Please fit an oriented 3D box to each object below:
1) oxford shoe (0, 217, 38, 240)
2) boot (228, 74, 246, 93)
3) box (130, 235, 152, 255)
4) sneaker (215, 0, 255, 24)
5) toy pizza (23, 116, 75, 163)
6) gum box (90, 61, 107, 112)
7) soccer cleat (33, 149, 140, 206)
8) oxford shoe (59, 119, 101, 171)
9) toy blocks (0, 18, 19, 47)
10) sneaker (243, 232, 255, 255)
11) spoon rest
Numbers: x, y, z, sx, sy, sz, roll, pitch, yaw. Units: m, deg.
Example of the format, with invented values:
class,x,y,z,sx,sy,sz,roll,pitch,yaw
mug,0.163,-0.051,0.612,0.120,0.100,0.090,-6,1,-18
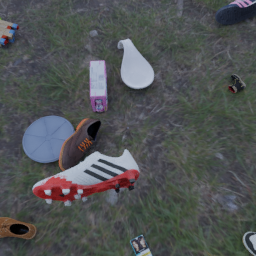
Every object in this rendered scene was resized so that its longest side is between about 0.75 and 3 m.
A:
class,x,y,z,sx,sy,sz,roll,pitch,yaw
oxford shoe,-4.136,3.387,9.580,1.949,0.695,0.695,3,63,4
boot,4.838,-2.018,12.733,0.664,0.323,0.882,-30,71,-16
box,0.527,4.226,9.338,0.477,0.285,1.160,-23,64,-12
sneaker,5.720,-6.274,14.816,2.875,1.009,1.179,-17,45,-11
toy pizza,-3.184,0.453,11.368,2.111,0.334,2.111,-1,61,1
gum box,-1.260,-1.773,12.116,0.661,1.134,1.999,-3,61,-2
soccer cleat,-0.927,1.066,6.415,2.404,0.825,1.024,-8,53,-13
oxford shoe,-1.830,0.582,10.821,0.882,0.865,2.431,-6,50,47
toy blocks,-6.179,-4.694,13.995,1.148,0.839,1.680,16,65,-4
sneaker,4.833,4.072,9.064,2.123,0.931,0.803,32,68,18
spoon rest,0.196,-3.038,12.953,1.489,0.908,2.996,-16,62,-9
